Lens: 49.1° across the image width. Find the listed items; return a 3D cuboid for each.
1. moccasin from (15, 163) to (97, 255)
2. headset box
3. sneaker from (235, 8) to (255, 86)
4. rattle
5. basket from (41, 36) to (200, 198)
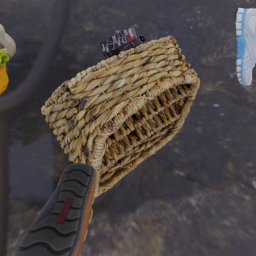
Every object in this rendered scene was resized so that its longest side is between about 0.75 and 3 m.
[{"bbox_3d":[-0.734,1.125,3.038,0.616,0.650,1.683,3,34,2],"label":"moccasin"},{"bbox_3d":[-0.061,-1.931,6.628,0.972,0.724,0.375,-21,72,16],"label":"headset box"},{"bbox_3d":[3.046,-1.904,6.755,0.842,1.943,0.728,1,36,23],"label":"sneaker"},{"bbox_3d":[-2.805,-1.566,5.553,1.010,1.551,1.108,17,62,-16],"label":"rattle"},{"bbox_3d":[0.194,-0.276,5.469,2.861,2.042,2.132,-31,94,-34],"label":"basket"}]
